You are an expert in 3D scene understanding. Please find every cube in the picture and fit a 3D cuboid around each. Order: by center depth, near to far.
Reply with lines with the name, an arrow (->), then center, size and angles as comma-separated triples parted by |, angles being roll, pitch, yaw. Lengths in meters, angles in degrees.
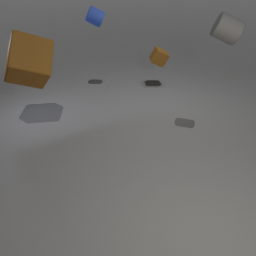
cube -> -3.537, -2.377, 9.989 | 1.400, 1.400, 1.400 | 8, -16, -27
cube -> 1.583, -3.610, 14.182 | 0.700, 0.700, 0.700 | 20, 32, -20

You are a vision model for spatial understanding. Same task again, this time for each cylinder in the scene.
cylinder -> 2.778, -2.779, 7.831 | 0.700, 0.700, 0.700 | 25, 30, -3
cylinder -> -1.472, -4.992, 12.551 | 0.700, 0.700, 0.700 | 21, 24, -18
